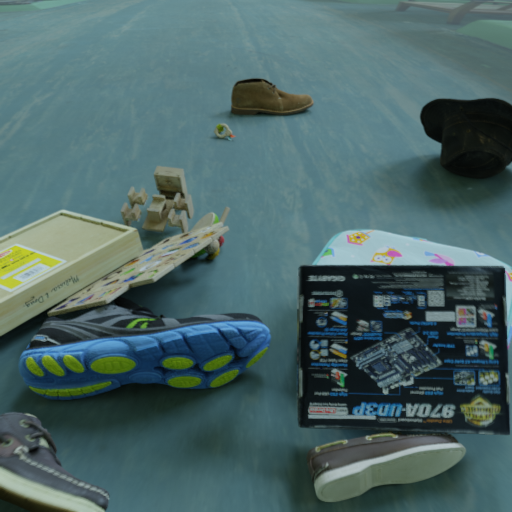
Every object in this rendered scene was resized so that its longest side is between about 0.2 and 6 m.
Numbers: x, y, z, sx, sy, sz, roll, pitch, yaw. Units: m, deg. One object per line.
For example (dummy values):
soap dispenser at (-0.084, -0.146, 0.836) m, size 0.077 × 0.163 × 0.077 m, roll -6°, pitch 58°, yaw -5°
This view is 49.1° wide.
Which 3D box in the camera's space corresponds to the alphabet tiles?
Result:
alphabet tiles at (-1.932, 0.172, 9.466) m, size 2.530 × 0.096 × 3.040 m, roll -14°, pitch 16°, yaw 37°

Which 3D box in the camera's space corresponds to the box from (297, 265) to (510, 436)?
box at (1.775, 1.122, 6.984) m, size 2.532 × 2.013 × 0.583 m, roll 0°, pitch -6°, yaw 6°

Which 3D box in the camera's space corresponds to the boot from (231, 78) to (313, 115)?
boot at (0.549, -5.220, 18.299) m, size 2.750 × 1.038 × 1.012 m, roll -3°, pitch 31°, yaw -6°

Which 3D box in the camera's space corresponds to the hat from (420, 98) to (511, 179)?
hat at (5.419, -2.661, 13.878) m, size 3.147 × 1.270 × 3.147 m, roll 22°, pitch -7°, yaw 3°

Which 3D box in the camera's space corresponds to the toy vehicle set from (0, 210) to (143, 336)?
toy vehicle set at (-4.176, 0.321, 9.664) m, size 2.366 × 0.505 × 3.807 m, roll 15°, pitch 35°, yaw 37°

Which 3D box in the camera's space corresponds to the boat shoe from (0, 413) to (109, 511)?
boat shoe at (-2.836, 2.238, 6.429) m, size 2.844 × 1.041 × 0.922 m, roll 14°, pitch 54°, yaw 19°

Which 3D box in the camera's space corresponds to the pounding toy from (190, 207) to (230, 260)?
pounding toy at (-0.848, -0.292, 10.871) m, size 1.325 × 0.615 × 1.023 m, roll -14°, pitch 44°, yaw 57°

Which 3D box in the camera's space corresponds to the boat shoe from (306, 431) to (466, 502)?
boat shoe at (1.544, 2.392, 6.701) m, size 1.880 × 0.675 × 0.560 m, roll -11°, pitch 36°, yaw -8°

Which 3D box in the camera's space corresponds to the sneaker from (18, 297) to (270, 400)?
sneaker at (-1.550, 1.145, 8.079) m, size 3.512 × 1.245 × 1.455 m, roll -5°, pitch 39°, yaw -2°

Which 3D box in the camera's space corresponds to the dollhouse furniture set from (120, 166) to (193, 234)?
dollhouse furniture set at (-1.986, -1.031, 12.079) m, size 1.314 × 0.996 × 1.499 m, roll 8°, pitch 53°, yaw 8°

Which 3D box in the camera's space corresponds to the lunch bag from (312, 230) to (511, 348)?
lunch bag at (2.243, 0.807, 8.647) m, size 3.164 × 1.220 × 2.538 m, roll 14°, pitch 38°, yaw 22°

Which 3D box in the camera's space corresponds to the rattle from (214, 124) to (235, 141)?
rattle at (-0.881, -3.577, 16.567) m, size 0.695 × 0.496 × 0.452 m, roll 26°, pitch 71°, yaw 11°
